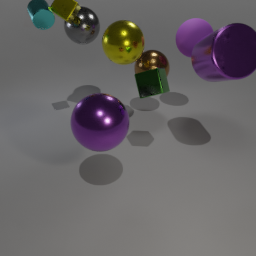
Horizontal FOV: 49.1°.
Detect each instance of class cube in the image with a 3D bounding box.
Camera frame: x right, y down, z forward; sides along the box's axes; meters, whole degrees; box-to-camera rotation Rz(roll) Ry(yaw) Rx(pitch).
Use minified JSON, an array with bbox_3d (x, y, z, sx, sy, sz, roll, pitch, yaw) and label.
[{"bbox_3d":[-2.129,-4.082,9.539,0.700,0.700,0.700,33,9,-7],"label":"cube"},{"bbox_3d":[0.689,-1.263,7.879,0.700,0.700,0.700,-11,6,25],"label":"cube"}]

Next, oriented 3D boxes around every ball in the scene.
[{"bbox_3d":[-1.794,-3.993,10.947,1.400,1.400,1.400,0,31,0],"label":"ball"},{"bbox_3d":[-0.150,-2.765,9.111,1.400,1.400,1.400,0,31,0],"label":"ball"},{"bbox_3d":[0.945,-2.372,11.082,1.400,1.400,1.400,0,31,0],"label":"ball"},{"bbox_3d":[-0.662,-0.136,6.690,1.400,1.400,1.400,0,31,0],"label":"ball"},{"bbox_3d":[2.482,-3.340,10.438,1.400,1.400,1.400,0,31,0],"label":"ball"}]

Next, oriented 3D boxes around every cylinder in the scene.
[{"bbox_3d":[2.649,-2.001,7.695,1.400,1.400,1.400,-5,7,-8],"label":"cylinder"},{"bbox_3d":[-2.742,-3.591,8.832,0.700,0.700,0.700,-15,55,-23],"label":"cylinder"}]
